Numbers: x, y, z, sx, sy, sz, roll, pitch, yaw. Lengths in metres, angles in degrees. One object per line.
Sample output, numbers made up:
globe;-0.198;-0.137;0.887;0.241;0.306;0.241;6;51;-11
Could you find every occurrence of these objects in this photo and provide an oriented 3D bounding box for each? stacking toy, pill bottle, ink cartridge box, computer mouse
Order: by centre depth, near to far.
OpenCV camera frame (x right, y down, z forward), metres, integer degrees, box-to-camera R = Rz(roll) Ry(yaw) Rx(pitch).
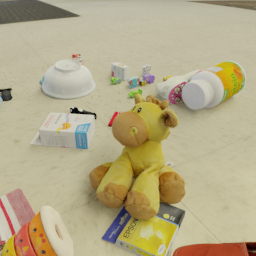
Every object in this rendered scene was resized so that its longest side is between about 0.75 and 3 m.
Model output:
stacking toy;-2.139;2.581;5.861;1.751;1.279;1.279;-29;39;-8
ink cartridge box;0.409;2.297;6.721;1.551;0.364;1.532;16;35;21
ink cartridge box;-2.302;0.058;9.855;2.065;0.701;1.189;3;33;5
pill bottle;3.618;-1.775;11.894;2.807;1.559;1.559;-27;42;-34
computer mouse;-5.756;-1.584;12.765;0.888;0.291;1.264;-10;34;-17
stacking toy;0.653;-2.336;13.657;2.548;0.599;1.921;-20;38;-27
ink cartridge box;-0.399;-2.922;14.458;0.958;0.695;0.399;28;41;35

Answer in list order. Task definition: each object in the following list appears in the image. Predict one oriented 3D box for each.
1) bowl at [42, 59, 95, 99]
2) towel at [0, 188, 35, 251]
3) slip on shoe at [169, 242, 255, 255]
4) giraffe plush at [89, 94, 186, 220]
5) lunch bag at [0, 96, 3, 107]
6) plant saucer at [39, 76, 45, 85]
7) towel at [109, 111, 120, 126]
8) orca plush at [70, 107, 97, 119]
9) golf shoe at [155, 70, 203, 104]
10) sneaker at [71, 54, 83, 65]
bowl;-2.806;-2.471;13.190;2.546;1.144;2.546;3;37;-2
towel;-3.420;2.369;6.718;2.210;0.251;1.592;-22;38;-30
slip on shoe;2.166;2.691;5.671;2.685;0.821;0.994;0;35;8
giraffe plush;0.425;0.457;7.344;2.570;2.415;2.978;15;28;30
lunch bag;-6.096;-0.937;11.120;1.760;1.122;1.497;-18;34;-3
plant saucer;-3.722;-2.470;14.216;1.534;0.210;1.534;0;32;0
towel;0.027;-0.282;10.886;1.396;0.157;1.010;8;35;12
orca plush;-1.836;-0.494;11.158;1.215;0.432;0.639;17;-9;8
golf shoe;2.536;-2.087;12.843;2.994;1.128;1.370;-24;37;-34
sneaker;-3.039;-3.499;15.137;0.534;0.857;1.598;18;34;26
